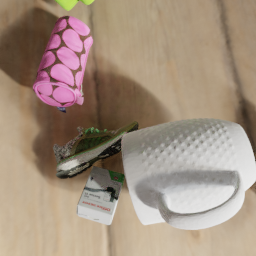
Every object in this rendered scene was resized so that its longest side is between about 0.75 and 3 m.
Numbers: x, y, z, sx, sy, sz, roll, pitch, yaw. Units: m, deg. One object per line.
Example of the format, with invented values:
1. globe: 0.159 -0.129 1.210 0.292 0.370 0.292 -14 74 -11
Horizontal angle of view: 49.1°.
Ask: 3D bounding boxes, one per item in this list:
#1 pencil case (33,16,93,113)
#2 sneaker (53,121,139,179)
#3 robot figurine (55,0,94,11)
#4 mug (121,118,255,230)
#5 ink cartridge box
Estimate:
1. pencil case: -1.607 -1.782 7.445 1.216 1.178 2.596 8 60 -5
2. sneaker: -0.906 0.296 7.291 2.479 0.953 1.098 -28 72 -7
3. robot figurine: -1.073 -4.628 7.586 2.901 2.545 1.678 -44 107 10
4. mug: 1.341 0.987 5.927 2.522 2.877 2.124 -15 112 9
5. ink cartridge box: -0.645 1.611 6.796 0.873 0.495 1.191 15 46 3
